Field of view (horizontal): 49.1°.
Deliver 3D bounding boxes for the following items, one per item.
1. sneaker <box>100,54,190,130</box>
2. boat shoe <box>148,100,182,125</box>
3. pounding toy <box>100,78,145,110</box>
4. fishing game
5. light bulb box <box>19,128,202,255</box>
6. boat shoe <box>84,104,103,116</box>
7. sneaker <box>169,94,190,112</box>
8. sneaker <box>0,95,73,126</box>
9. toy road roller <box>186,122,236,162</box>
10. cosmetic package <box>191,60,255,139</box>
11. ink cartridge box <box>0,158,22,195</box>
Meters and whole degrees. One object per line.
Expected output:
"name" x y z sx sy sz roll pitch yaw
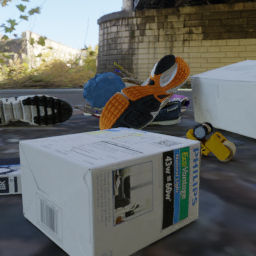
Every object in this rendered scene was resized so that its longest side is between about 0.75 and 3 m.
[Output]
"sneaker" 0.449 -0.621 7.379 2.908 1.101 1.338 -40 -12 -20
"boat shoe" 0.562 -0.464 8.561 2.345 0.725 0.878 -3 23 -12
"pounding toy" 0.070 -0.986 10.471 2.207 1.569 2.032 17 17 27
"fishing game" -0.766 -1.192 8.866 1.438 2.009 0.312 22 32 -38
"light bulb box" -0.178 0.506 2.747 1.294 0.808 1.283 -7 12 -41
"boat shoe" -1.093 -0.704 11.007 1.439 0.428 0.517 4 10 23
"sneaker" 1.956 -1.188 12.699 1.618 1.028 2.838 8 18 9
"sneaker" -3.208 -0.591 8.775 2.882 0.958 1.304 -4 13 -12
"toy road roller" 1.419 0.338 5.029 0.861 0.629 0.529 43 26 16
"cosmetic package" 3.288 -0.872 7.277 2.273 1.402 2.280 -19 19 -22
"ink cartridge box" -1.865 0.626 3.644 1.529 0.300 0.760 -3 11 -10
